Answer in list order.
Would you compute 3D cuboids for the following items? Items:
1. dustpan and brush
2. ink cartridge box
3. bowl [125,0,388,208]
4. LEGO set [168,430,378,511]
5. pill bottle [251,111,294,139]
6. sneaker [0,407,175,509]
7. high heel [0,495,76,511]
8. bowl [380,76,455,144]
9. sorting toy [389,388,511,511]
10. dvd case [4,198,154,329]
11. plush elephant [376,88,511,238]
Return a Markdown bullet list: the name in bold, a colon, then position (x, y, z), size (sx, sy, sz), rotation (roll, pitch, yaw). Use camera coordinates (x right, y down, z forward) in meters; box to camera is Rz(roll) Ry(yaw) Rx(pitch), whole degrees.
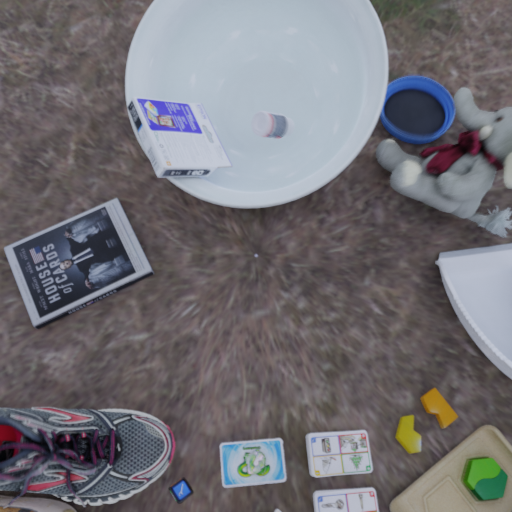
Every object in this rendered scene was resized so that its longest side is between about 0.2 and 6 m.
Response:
- **dustpan and brush**: position (4.235, 1.420, 7.249), size (2.762, 1.133, 3.958), rotation (-8, 69, -3)
- **ink cartridge box**: position (-1.040, -1.627, 7.738), size (1.187, 0.258, 1.176), rotation (-9, 67, -43)
- **bowl**: position (0.047, -2.380, 8.247), size (3.618, 1.626, 3.618), rotation (-1, 86, 8)
- **LEGO set**: position (0.237, 3.288, 6.981), size (2.606, 0.640, 1.947), rotation (-1, 67, -12)
- **pill bottle**: position (0.255, -1.852, 7.961), size (0.592, 0.354, 0.354), rotation (-5, 62, -44)
- **sneaker**: position (-2.289, 2.282, 6.387), size (2.792, 1.043, 1.126), rotation (5, 64, -22)
- **high heel**: position (-3.074, 3.575, 6.630), size (1.877, 0.940, 2.633), rotation (-34, 72, -3)
- **bowl**: position (2.628, -2.397, 9.235), size (1.230, 0.241, 1.230), rotation (0, 69, 0)
- **sorting toy**: position (2.625, 2.993, 7.070), size (1.782, 0.320, 2.391), rotation (-33, 72, -12)
- **dvd case**: position (-2.618, 0.079, 8.271), size (1.828, 0.226, 1.374), rotation (-26, 70, -10)
- **plush elephant**: position (3.081, -1.476, 7.906), size (2.267, 1.867, 1.755), rotation (27, 112, -1)
